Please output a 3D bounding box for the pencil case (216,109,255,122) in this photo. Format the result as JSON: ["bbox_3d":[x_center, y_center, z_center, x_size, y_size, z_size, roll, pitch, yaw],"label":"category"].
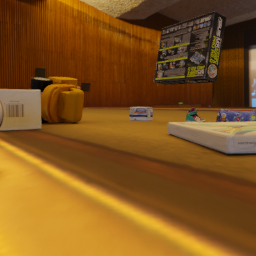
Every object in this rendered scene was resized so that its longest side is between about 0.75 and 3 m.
[{"bbox_3d":[3.082,-0.252,7.799,1.257,0.546,0.490,1,-4,5],"label":"pencil case"}]

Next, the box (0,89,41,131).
[{"bbox_3d":[-3.450,-0.556,8.093,1.380,1.081,2.218,-3,6,-30],"label":"box"}]

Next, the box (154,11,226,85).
[{"bbox_3d":[2.114,-2.722,10.126,0.605,2.189,2.732,7,1,-32],"label":"box"}]

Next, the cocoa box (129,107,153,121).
[{"bbox_3d":[0.539,-0.590,11.543,0.838,0.550,0.559,3,6,29],"label":"cocoa box"}]

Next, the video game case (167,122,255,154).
[{"bbox_3d":[2.328,0.088,5.222,2.500,0.302,2.743,-1,5,-9],"label":"video game case"}]

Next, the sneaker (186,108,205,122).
[{"bbox_3d":[2.432,-0.458,10.092,0.900,0.543,0.376,-4,6,-35],"label":"sneaker"}]

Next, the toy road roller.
[{"bbox_3d":[-2.292,-0.955,10.364,1.898,1.598,2.600,14,15,20],"label":"toy road roller"}]

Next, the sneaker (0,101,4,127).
[{"bbox_3d":[-3.475,-0.174,4.924,2.471,0.880,1.390,-6,-2,28],"label":"sneaker"}]
